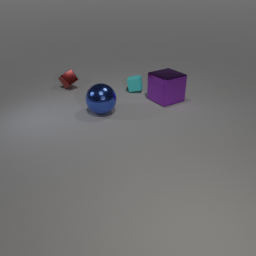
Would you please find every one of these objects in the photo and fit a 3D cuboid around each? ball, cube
[{"bbox_3d":[-1.217,-1.318,12.680,1.400,1.400,1.400,0,29,0],"label":"ball"},{"bbox_3d":[-3.303,-2.713,15.489,0.700,0.700,0.700,-41,15,-26],"label":"cube"},{"bbox_3d":[1.931,-2.069,14.057,1.400,1.400,1.400,-18,33,-30],"label":"cube"},{"bbox_3d":[0.382,-2.430,15.276,0.700,0.700,0.700,-6,23,13],"label":"cube"}]
